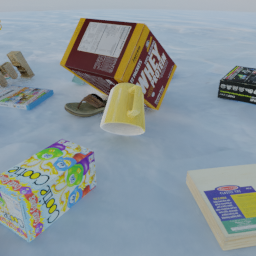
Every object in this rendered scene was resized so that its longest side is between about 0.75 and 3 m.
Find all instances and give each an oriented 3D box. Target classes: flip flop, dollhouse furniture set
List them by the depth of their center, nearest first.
[{"bbox_3d":[-1.091,-0.902,9.937,2.323,0.669,0.942,-6,30,-14],"label":"flip flop"},{"bbox_3d":[-5.393,-2.406,12.565,1.661,1.259,1.895,13,50,37],"label":"dollhouse furniture set"}]

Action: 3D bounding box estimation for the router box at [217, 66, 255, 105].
[{"bbox_3d":[5.006,-1.789,11.470,1.908,0.791,2.546,17,32,29],"label":"router box"}]

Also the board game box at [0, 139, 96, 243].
[{"bbox_3d":[-1.656,1.157,5.754,1.007,0.989,1.921,17,33,29],"label":"board game box"}]

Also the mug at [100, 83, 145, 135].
[{"bbox_3d":[0.040,-0.585,8.024,1.596,1.310,1.278,-7,-21,39],"label":"mug"}]

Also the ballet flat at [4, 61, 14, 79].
[{"bbox_3d":[-6.047,-2.899,13.857,0.617,0.522,1.633,-7,29,-14],"label":"ballet flat"}]

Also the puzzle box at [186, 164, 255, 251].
[{"bbox_3d":[2.900,1.451,5.855,2.906,0.369,1.933,-4,29,-8],"label":"puzzle box"}]

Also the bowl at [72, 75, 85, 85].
[{"bbox_3d":[-2.050,-2.302,12.511,0.479,0.915,0.915,35,31,-5],"label":"bowl"}]

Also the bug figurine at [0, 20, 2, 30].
[{"bbox_3d":[-3.853,-3.165,7.492,1.212,1.563,0.402,-9,1,44],"label":"bug figurine"}]

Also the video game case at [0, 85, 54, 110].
[{"bbox_3d":[-4.457,-1.264,11.120,2.418,0.215,1.730,8,28,15],"label":"video game case"}]

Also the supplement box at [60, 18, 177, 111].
[{"bbox_3d":[-0.249,-2.186,9.789,2.744,1.822,2.707,20,-5,34],"label":"supplement box"}]
